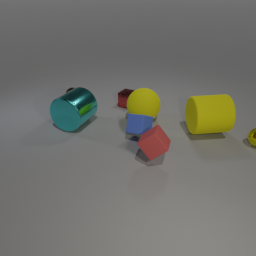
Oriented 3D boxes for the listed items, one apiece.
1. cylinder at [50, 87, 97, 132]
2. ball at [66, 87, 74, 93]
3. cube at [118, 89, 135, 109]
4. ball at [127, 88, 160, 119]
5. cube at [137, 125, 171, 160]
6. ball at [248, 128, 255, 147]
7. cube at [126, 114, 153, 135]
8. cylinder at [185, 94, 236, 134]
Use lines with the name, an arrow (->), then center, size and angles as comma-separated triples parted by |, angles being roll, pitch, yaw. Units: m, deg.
cylinder -> -2.159, -0.768, 11.252 | 1.400, 1.400, 1.400 | 12, 30, 21
ball -> -2.679, -1.614, 13.574 | 0.700, 0.700, 0.700 | 0, 28, 0
cube -> -0.007, -1.368, 13.127 | 0.700, 0.700, 0.700 | 15, 32, 26
ball -> 0.648, -0.958, 11.657 | 1.400, 1.400, 1.400 | 0, 28, 0
cube -> 0.828, 0.448, 8.775 | 0.700, 0.700, 0.700 | -33, 12, 26
ball -> 4.633, 0.331, 9.955 | 0.700, 0.700, 0.700 | 0, 28, 0
cube -> 0.431, -0.126, 10.326 | 0.700, 0.700, 0.700 | 7, 1, 34
cylinder -> 3.013, -0.512, 10.389 | 1.400, 1.400, 1.400 | -4, 29, -6
